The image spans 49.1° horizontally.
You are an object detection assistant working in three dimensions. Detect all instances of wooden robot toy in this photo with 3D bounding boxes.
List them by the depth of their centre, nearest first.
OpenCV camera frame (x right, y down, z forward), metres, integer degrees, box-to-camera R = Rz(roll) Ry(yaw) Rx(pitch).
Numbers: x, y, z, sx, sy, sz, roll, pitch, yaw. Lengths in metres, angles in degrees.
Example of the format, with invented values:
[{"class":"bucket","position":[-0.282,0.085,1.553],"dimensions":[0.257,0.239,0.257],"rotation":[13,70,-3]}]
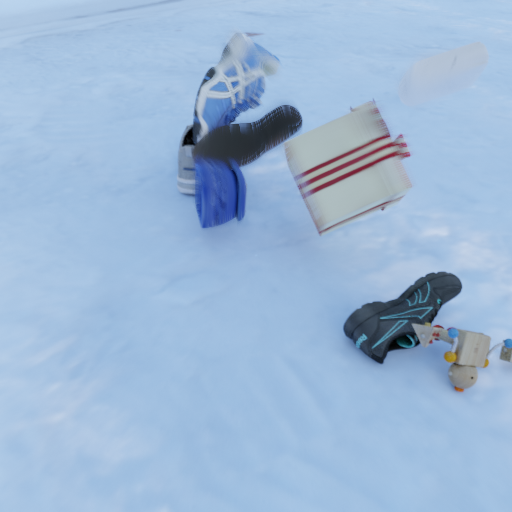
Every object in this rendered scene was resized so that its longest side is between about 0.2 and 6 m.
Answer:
[{"class":"wooden robot toy","position":[3.110,1.561,8.356],"dimensions":[2.009,0.912,0.885],"rotation":[12,-3,-22]}]

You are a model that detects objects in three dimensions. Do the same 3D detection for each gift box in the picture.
[{"class":"gift box","position":[1.703,-1.721,10.435],"dimensions":[1.980,2.121,1.957],"rotation":[-23,-2,3]}]

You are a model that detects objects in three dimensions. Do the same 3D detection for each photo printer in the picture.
[{"class":"photo printer","position":[2.903,-2.849,8.919],"dimensions":[1.260,0.437,1.048],"rotation":[-18,-7,2]}]

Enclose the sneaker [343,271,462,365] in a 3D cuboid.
[{"class":"sneaker","position":[2.520,1.016,9.062],"dimensions":[2.254,0.850,0.893],"rotation":[-24,53,-17]}]

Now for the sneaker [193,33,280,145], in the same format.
[{"class":"sneaker","position":[-0.478,-3.634,12.362],"dimensions":[1.202,1.182,3.121],"rotation":[24,67,3]}]

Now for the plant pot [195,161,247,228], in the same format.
[{"class":"plant pot","position":[-0.697,-1.231,10.999],"dimensions":[0.916,1.019,1.018],"rotation":[-4,34,-12]}]

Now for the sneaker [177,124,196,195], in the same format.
[{"class":"sneaker","position":[-1.177,-2.796,13.631],"dimensions":[1.197,1.314,3.205],"rotation":[3,38,2]}]

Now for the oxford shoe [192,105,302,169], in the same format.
[{"class":"oxford shoe","position":[-0.228,-2.369,12.007],"dimensions":[2.605,0.929,0.929],"rotation":[-25,-1,-23]}]
